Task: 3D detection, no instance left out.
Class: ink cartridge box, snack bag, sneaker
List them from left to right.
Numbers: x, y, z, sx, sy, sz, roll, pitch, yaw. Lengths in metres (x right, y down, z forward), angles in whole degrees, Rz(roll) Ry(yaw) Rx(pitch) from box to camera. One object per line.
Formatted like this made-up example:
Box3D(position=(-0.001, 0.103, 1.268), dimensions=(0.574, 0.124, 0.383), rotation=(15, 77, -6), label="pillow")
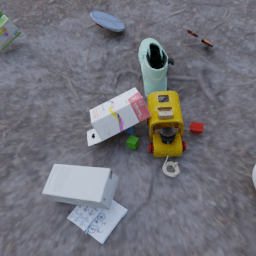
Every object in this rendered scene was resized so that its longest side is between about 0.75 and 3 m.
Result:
Box3D(position=(-4.156, -3.210, 8.826), dimensions=(0.881, 1.192, 0.452), rotation=(-44, 56, -2), label="ink cartridge box")
Box3D(position=(-0.669, 1.918, 6.226), dimensions=(1.017, 0.109, 0.959), rotation=(31, 60, 20), label="snack bag")
Box3D(position=(-0.382, -0.297, 7.039), dimensions=(1.699, 0.573, 0.990), rotation=(-27, 24, 1), label="ink cartridge box")
Box3D(position=(0.820, -2.170, 8.261), dimensions=(0.909, 1.456, 2.469), rotation=(-3, 56, -2), label="sneaker")

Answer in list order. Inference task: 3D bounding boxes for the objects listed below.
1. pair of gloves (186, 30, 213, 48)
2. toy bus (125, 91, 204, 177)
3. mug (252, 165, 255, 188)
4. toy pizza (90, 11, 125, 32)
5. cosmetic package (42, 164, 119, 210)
Box3D(position=(2.366, -2.971, 9.292), dimensions=(1.033, 0.128, 0.921), rotation=(30, 24, -3), label="pair of gloves")
Box3D(position=(0.935, -0.076, 6.992), dimensions=(1.891, 0.977, 1.785), rotation=(34, 61, 30), label="toy bus")
Box3D(position=(3.545, 1.143, 5.881), dimensions=(1.677, 1.238, 1.470), rotation=(-3, 10, 1), label="mug")
Box3D(position=(-0.733, -3.719, 9.865), dimensions=(1.295, 0.205, 1.295), rotation=(18, 37, -15), label="toy pizza")
Box3D(position=(-1.022, 1.249, 6.052), dimensions=(1.487, 0.550, 0.756), rotation=(3, 59, 25), label="cosmetic package")
